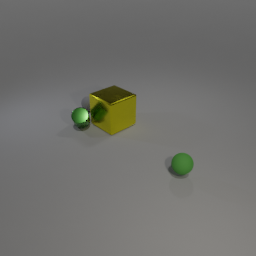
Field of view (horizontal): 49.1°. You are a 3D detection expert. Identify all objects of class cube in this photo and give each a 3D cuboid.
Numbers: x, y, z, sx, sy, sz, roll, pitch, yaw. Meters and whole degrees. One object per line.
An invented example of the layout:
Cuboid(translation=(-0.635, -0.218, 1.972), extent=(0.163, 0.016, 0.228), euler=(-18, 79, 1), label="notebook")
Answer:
Cuboid(translation=(-0.622, -0.783, 11.692), extent=(1.400, 1.400, 1.400), euler=(-26, 40, -36), label="cube")

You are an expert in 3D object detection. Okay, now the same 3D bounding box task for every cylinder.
Cuboid(translation=(-1.927, -0.407, 11.493), extent=(0.700, 0.700, 0.700), euler=(1, 74, -2), label="cylinder")

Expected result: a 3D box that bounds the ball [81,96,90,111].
Cuboid(translation=(-1.803, -1.140, 12.903), extent=(0.700, 0.700, 0.700), euler=(0, 31, 0), label="ball")

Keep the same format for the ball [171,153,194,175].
Cuboid(translation=(1.727, 1.133, 8.891), extent=(0.700, 0.700, 0.700), euler=(0, 31, 0), label="ball")
